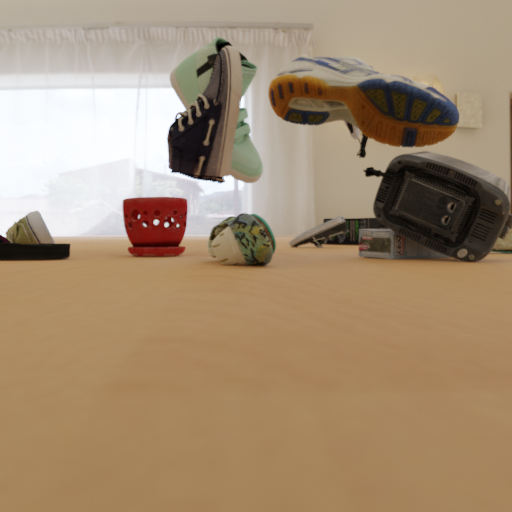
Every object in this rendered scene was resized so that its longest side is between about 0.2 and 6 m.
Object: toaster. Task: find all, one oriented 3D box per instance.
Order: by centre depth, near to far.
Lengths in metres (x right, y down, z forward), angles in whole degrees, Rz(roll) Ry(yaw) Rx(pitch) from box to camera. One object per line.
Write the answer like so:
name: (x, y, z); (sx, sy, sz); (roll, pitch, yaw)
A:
toaster: (3.005, -0.924, 9.178); (2.361, 1.342, 1.525); (26, 25, 22)

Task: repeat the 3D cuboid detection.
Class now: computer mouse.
computer mouse: (2.230, -2.826, 12.298); (0.291, 0.728, 1.327); (5, -29, 34)

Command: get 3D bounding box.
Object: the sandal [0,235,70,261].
sandal: (-4.484, -0.258, 9.071); (2.796, 0.669, 1.051); (-1, 3, -19)

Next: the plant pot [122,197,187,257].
plant pot: (-1.881, -0.532, 10.439); (1.202, 1.094, 1.202); (1, 3, 0)

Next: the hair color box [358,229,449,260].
hair color box: (2.746, -0.224, 10.030); (1.701, 0.516, 0.842); (-1, 4, -32)

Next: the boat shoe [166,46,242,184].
boat shoe: (-1.073, -2.772, 11.090); (1.260, 2.716, 1.014); (1, 20, -19)

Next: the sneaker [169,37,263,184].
sneaker: (-0.483, -3.167, 12.298); (1.849, 3.135, 1.154); (-25, 13, 45)

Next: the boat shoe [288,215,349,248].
boat shoe: (1.726, -0.515, 15.445); (1.719, 0.587, 0.635); (-25, 4, 18)

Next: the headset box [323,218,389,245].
headset box: (3.481, -0.806, 18.555); (1.680, 0.895, 1.929); (-3, 4, -45)

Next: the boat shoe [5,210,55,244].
boat shoe: (-4.877, -0.382, 12.001); (0.794, 0.921, 2.559); (-28, 10, -23)

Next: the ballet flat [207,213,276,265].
ballet flat: (-0.302, -0.156, 8.076); (0.841, 0.841, 2.265); (0, 1, -10)

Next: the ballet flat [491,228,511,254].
ballet flat: (4.480, -0.422, 11.906); (2.299, 0.717, 0.775); (0, 8, 15)

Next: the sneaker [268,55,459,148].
sneaker: (1.919, -2.910, 9.733); (3.275, 1.233, 1.443); (18, 51, 13)
